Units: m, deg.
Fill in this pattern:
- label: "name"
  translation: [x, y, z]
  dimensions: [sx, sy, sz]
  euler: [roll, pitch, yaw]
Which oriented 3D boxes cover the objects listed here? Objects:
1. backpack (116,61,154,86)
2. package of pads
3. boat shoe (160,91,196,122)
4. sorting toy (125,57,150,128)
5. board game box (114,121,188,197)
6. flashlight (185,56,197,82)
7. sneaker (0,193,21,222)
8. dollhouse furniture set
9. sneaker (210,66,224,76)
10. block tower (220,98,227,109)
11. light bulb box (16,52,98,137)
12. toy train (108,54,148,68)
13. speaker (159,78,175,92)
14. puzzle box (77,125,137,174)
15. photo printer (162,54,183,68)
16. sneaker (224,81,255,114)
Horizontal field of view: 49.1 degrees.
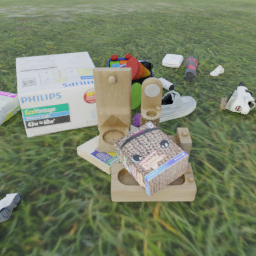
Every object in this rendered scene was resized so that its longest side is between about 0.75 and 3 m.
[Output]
- label: "backpack"
  translation: [0.079, -1.974, 12.304]
  dimensions: [1.903, 1.742, 1.399]
  euler: [-15, 13, -19]
- label: "package of pads"
  translation: [-5.700, -0.868, 11.328]
  dimensions: [2.243, 0.765, 1.733]
  euler: [9, 33, 14]
- label: "boat shoe"
  translation: [1.746, -0.960, 11.296]
  dimensions: [2.671, 0.951, 0.932]
  euler: [-19, 37, -28]
- label: "sorting toy"
  translation: [0.599, -1.352, 10.901]
  dimensions: [0.998, 1.005, 2.897]
  euler: [5, 67, -33]
- label: "board game box"
  translation: [0.595, 0.765, 7.416]
  dimensions: [1.250, 0.759, 1.567]
  euler: [-30, 49, -19]
- label: "flashlight"
  translation: [3.384, -3.239, 15.181]
  dimensions: [0.732, 0.734, 2.161]
  euler: [7, 32, 12]
- label: "sneaker"
  translation: [-3.154, 2.041, 7.141]
  dimensions: [0.428, 0.366, 0.983]
  euler: [-3, 23, 18]
- label: "dollhouse furniture set"
  translation: [0.390, 0.103, 7.788]
  dimensions: [2.797, 2.397, 2.941]
  euler: [0, 42, 0]
- label: "sneaker"
  translation: [4.874, -3.165, 15.321]
  dimensions: [1.087, 0.460, 0.396]
  euler: [-28, 43, -35]
- label: "block tower"
  translation: [4.155, -1.069, 12.175]
  dimensions: [0.230, 0.215, 0.797]
  euler: [12, 33, 16]
- label: "light bulb box"
  translation: [-2.670, -1.450, 10.967]
  dimensions: [2.973, 1.872, 3.000]
  euler: [-10, 40, -15]
- label: "toy train"
  translation: [0.151, -3.311, 15.201]
  dimensions: [2.279, 0.965, 1.319]
  euler: [-7, 43, -11]
- label: "speaker"
  translation: [1.848, -2.112, 13.679]
  dimensions: [0.396, 0.396, 0.975]
  euler: [-17, 36, -26]
- label: "puzzle box"
  translation: [-0.360, 0.576, 9.455]
  dimensions: [1.532, 0.293, 2.303]
  euler: [26, 41, 35]
- label: "photo printer"
  translation: [2.637, -3.954, 16.578]
  dimensions: [1.083, 0.452, 1.302]
  euler: [11, 34, 15]
- label: "sneaker"
  translation: [4.875, -1.194, 11.936]
  dimensions: [1.071, 0.897, 2.420]
  euler: [29, 39, 13]
